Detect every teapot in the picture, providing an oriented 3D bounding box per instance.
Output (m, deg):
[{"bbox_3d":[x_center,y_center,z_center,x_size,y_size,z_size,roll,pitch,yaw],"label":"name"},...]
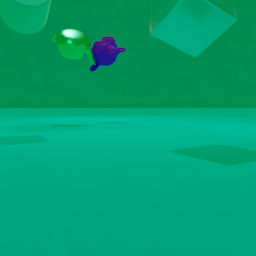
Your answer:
[{"bbox_3d":[-2.046,-3.074,10.628,2.079,1.018,1.293,28,43,17],"label":"teapot"}]

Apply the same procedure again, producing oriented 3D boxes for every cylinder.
[{"bbox_3d":[-2.484,-3.078,6.794,1.132,1.132,1.132,-2,-13,-24],"label":"cylinder"}]

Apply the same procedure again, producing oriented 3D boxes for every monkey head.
[{"bbox_3d":[-0.834,-3.138,11.954,1.924,1.159,1.384,-36,52,-14],"label":"monkey head"}]

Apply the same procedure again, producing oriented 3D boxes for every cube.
[{"bbox_3d":[1.094,-2.076,4.873,1.013,1.013,1.013,19,-34,-24],"label":"cube"}]
